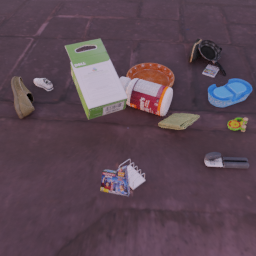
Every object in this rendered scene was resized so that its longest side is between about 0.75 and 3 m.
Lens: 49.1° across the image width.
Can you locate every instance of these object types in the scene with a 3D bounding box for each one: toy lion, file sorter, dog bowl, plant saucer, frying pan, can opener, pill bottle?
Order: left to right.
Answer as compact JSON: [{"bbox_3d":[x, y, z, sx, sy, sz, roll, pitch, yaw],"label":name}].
[{"bbox_3d":[0.131,1.570,9.646,0.570,0.512,0.822,-31,55,-26],"label":"file sorter"},{"bbox_3d":[0.661,-1.398,11.931,2.264,1.240,1.240,18,49,16],"label":"pill bottle"},{"bbox_3d":[1.065,-2.349,13.438,2.267,0.366,2.267,1,46,-1],"label":"plant saucer"},{"bbox_3d":[4.467,-3.644,14.328,2.115,0.344,1.279,46,63,4],"label":"frying pan"},{"bbox_3d":[3.539,1.155,10.016,1.586,0.530,0.423,2,47,2],"label":"can opener"},{"bbox_3d":[4.531,-1.551,12.578,2.088,0.517,1.164,-19,49,-16],"label":"dog bowl"},{"bbox_3d":[4.484,-0.167,11.497,0.720,0.258,0.752,14,48,23],"label":"toy lion"}]

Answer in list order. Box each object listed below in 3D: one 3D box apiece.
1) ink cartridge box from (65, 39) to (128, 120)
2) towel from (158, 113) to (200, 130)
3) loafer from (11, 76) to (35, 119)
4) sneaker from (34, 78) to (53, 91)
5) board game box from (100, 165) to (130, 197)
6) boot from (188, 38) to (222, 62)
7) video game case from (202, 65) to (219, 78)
[{"bbox_3d":[-1.252,-1.899,10.607,1.500,0.857,2.889,-18,69,-16],"label":"ink cartridge box"},{"bbox_3d":[1.977,-0.258,11.036,1.091,0.268,1.471,-29,20,-28],"label":"towel"},{"bbox_3d":[-4.564,-1.380,12.242,0.777,0.876,2.304,-13,58,-14],"label":"loafer"},{"bbox_3d":[-4.002,-2.169,13.197,1.160,0.467,0.443,23,53,22],"label":"sneaker"},{"bbox_3d":[-0.332,1.522,8.378,0.884,0.883,0.273,10,13,10],"label":"board game box"},{"bbox_3d":[4.070,-3.975,14.725,1.444,0.809,2.087,22,51,13],"label":"boot"},{"bbox_3d":[4.189,-2.879,14.127,0.614,0.077,0.857,24,51,21],"label":"video game case"}]
